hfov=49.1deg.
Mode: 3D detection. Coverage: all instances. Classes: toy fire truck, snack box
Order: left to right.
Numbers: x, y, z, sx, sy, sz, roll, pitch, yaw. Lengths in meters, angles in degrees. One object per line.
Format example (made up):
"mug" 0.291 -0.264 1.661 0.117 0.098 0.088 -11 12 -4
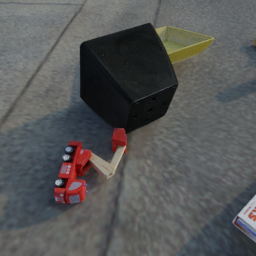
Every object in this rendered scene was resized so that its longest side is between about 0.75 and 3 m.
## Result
"toy fire truck" -0.898 0.940 7.328 1.601 0.553 2.270 4 46 2
"snack box" 3.649 1.609 6.407 2.979 0.362 1.071 -28 53 -34

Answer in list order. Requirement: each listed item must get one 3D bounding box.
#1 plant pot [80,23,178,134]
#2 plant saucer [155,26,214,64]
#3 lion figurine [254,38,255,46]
"plant pot" 0.111 -1.297 8.475 2.410 2.404 2.138 -25 65 -23
"plant saucer" 1.366 -3.177 11.067 2.864 0.694 2.864 -23 38 -23
"lion figurine" 5.929 -3.564 11.938 1.043 0.617 1.704 -31 38 -18
